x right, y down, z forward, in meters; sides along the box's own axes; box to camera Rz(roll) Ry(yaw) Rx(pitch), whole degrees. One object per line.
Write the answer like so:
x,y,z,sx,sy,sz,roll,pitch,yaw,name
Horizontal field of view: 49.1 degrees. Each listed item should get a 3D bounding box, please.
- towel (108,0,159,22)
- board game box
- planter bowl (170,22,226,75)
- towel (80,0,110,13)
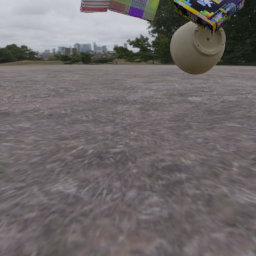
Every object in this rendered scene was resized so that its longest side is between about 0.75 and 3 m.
0.206,-4.086,8.845,1.559,1.119,0.177,17,11,5,towel
2.168,-3.350,7.570,1.441,1.191,0.409,45,-4,26,board game box
2.369,-2.707,8.967,1.750,1.750,1.178,-3,-2,-10,planter bowl
-0.945,-4.268,8.694,1.025,1.401,0.210,-15,53,-34,towel
